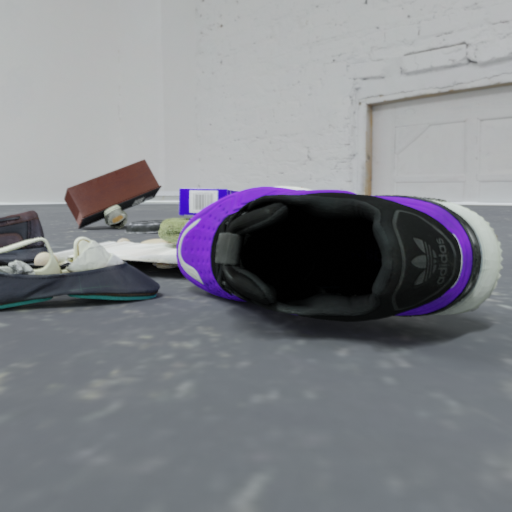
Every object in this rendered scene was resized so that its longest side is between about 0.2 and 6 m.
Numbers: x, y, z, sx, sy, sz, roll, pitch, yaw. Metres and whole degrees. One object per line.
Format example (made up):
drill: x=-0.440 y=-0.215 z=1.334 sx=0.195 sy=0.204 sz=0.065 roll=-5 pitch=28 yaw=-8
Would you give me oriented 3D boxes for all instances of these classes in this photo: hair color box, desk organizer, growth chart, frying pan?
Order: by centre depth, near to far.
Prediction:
growth chart: x=-1.099 y=-0.005 z=8.440 sx=4.077 sy=0.362 sz=2.950 roll=3 pitch=7 yaw=24
hair color box: x=-0.710 y=-0.947 z=10.133 sx=0.885 sy=0.525 sz=1.620 roll=3 pitch=7 yaw=13
frying pan: x=-2.397 y=-0.793 z=15.119 sx=2.273 sy=0.370 sz=1.375 roll=-5 pitch=9 yaw=-15
desk organizer: x=-4.139 y=-1.810 z=16.183 sx=2.526 sy=0.973 sz=0.906 roll=-28 pitch=-3 yaw=-29

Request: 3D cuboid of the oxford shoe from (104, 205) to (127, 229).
oxford shoe: x=-4.024 y=-1.020 z=16.245 sx=0.679 sy=0.522 sz=1.806 roll=-33 pitch=-1 yaw=-10

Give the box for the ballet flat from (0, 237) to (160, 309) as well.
ballet flat: x=-1.997 y=0.158 z=5.731 sx=2.058 sy=0.752 sz=0.752 roll=-3 pitch=8 yaw=-23

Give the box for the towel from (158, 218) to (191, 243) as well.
towel: x=-0.620 y=-0.407 z=9.424 sx=2.007 sy=0.366 sz=1.489 roll=1 pitch=7 yaw=-8

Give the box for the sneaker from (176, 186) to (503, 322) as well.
sneaker: x=0.139 y=-0.096 z=4.978 sx=3.449 sy=1.199 sz=1.715 roll=1 pitch=3 yaw=43

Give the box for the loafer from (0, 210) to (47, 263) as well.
loafer: x=-4.678 y=-0.343 z=9.201 sx=2.640 sy=0.831 sz=0.949 roll=1 pitch=7 yaw=10
